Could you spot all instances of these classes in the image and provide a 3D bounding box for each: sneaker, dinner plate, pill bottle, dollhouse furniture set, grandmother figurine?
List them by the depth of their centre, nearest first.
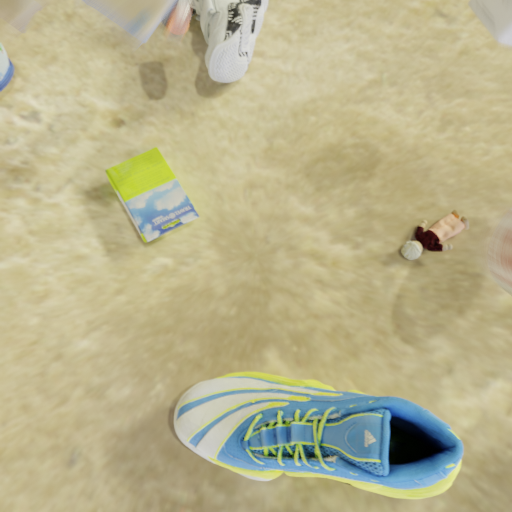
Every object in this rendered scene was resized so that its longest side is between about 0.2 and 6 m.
[{"bbox_3d":[-1.322,-2.434,5.138,1.954,1.275,1.845,34,91,5],"label":"dollhouse furniture set"},{"bbox_3d":[3.584,-0.290,5.635,2.446,2.446,0.297,-50,115,-21],"label":"dinner plate"},{"bbox_3d":[0.684,1.866,6.285,3.374,1.772,1.278,7,64,3],"label":"sneaker"},{"bbox_3d":[-1.168,-3.521,7.929,0.441,0.441,0.829,-13,63,-6],"label":"pill bottle"},{"bbox_3d":[2.597,-0.265,8.187,1.059,0.321,0.642,-29,39,-11],"label":"grandmother figurine"},{"bbox_3d":[-0.814,-4.197,9.700,1.720,1.124,2.992,11,59,6],"label":"sneaker"}]

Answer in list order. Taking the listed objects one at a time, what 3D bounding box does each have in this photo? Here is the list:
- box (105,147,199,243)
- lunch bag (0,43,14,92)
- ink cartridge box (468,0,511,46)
[{"bbox_3d":[-1.551,-0.879,8.442,0.895,0.350,1.468,-28,67,-13],"label":"box"},{"bbox_3d":[-5.800,-3.079,9.070,2.640,1.245,3.294,39,71,20],"label":"lunch bag"},{"bbox_3d":[2.738,-2.530,5.016,0.940,1.284,0.551,-9,63,-40],"label":"ink cartridge box"}]
